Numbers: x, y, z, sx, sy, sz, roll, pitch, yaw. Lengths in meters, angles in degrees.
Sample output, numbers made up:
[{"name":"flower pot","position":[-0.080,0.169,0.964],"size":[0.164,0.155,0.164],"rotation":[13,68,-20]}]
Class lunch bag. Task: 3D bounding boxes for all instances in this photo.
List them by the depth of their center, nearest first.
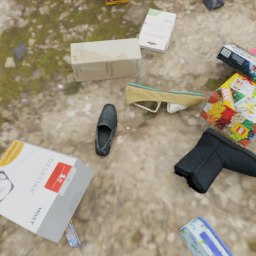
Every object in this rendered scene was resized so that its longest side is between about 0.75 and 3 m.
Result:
[{"name":"lunch bag","position":[2.181,3.269,7.539],"size":[0.694,1.353,1.684],"rotation":[-31,67,-14]}]

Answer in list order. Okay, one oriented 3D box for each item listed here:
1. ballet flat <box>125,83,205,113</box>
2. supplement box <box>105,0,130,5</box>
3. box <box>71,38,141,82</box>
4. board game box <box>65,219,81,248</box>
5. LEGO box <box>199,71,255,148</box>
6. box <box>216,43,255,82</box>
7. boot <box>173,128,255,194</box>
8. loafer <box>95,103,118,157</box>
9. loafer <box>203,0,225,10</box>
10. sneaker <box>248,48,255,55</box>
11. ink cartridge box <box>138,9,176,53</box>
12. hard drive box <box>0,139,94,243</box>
[{"name":"ballet flat","position":[1.271,-0.958,10.028],"size":[2.815,0.966,0.887],"rotation":[9,92,7]},{"name":"supplement box","position":[-0.592,-6.667,12.272],"size":[1.102,1.637,1.659],"rotation":[-11,64,-5]},{"name":"box","position":[-0.799,-2.532,10.505],"size":[2.503,1.188,0.973],"rotation":[-6,65,-2]},{"name":"board game box","position":[-1.709,2.857,8.068],"size":[0.197,0.774,1.143],"rotation":[-25,66,-12]},{"name":"LEGO box","position":[3.784,-0.717,9.274],"size":[1.790,0.927,2.403],"rotation":[38,47,17]},{"name":"box","position":[4.665,-2.166,10.160],"size":[2.644,0.498,1.806],"rotation":[38,33,17]},{"name":"boot","position":[2.848,1.330,8.744],"size":[2.362,0.902,1.985],"rotation":[36,69,18]},{"name":"loafer","position":[-0.732,-0.017,9.521],"size":[0.672,0.695,1.980],"rotation":[6,64,3]},{"name":"loafer","position":[3.654,-6.323,12.642],"size":[0.727,0.830,2.308],"rotation":[-10,71,-17]},{"name":"sneaker","position":[5.527,-3.040,11.002],"size":[1.643,0.713,0.606],"rotation":[1,63,1]},{"name":"ink cartridge box","position":[1.150,-3.808,11.396],"size":[1.176,0.676,2.008],"rotation":[16,65,8]},{"name":"hard drive box","position":[-2.655,1.659,7.980],"size":[2.697,1.036,2.102],"rotation":[11,62,31]}]
